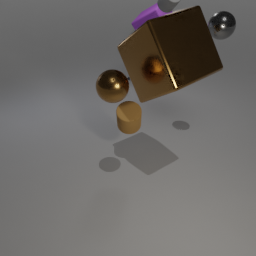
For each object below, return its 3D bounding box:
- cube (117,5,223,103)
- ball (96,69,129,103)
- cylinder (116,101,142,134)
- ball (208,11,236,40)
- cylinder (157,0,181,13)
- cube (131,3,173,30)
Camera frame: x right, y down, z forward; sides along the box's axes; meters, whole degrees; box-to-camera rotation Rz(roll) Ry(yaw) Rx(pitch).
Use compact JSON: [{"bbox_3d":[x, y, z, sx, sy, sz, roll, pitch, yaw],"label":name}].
[{"bbox_3d":[0.866,-1.525,6.020,1.400,1.400,1.400,-26,7,-26],"label":"cube"},{"bbox_3d":[-0.324,-0.869,5.842,0.700,0.700,0.700,0,30,0],"label":"ball"},{"bbox_3d":[0.030,-0.290,7.924,0.700,0.700,0.700,0,58,1],"label":"cylinder"},{"bbox_3d":[2.425,-2.649,7.247,0.700,0.700,0.700,0,30,0],"label":"ball"},{"bbox_3d":[1.560,-4.861,10.601,0.700,0.700,0.700,-12,-5,-20],"label":"cylinder"},{"bbox_3d":[1.275,-4.777,12.905,1.400,1.400,1.400,-15,32,39],"label":"cube"}]
